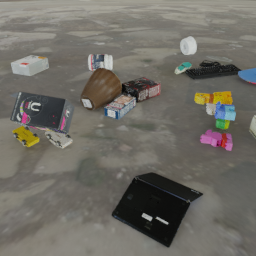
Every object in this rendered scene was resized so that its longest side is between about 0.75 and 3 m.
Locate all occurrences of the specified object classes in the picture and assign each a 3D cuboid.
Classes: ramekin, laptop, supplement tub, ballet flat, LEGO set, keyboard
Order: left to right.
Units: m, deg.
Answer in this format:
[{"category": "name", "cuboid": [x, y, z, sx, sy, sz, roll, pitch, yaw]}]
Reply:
[{"category": "supplement tub", "cuboid": [-1.325, -3.160, 13.514, 1.096, 0.769, 0.769, 0, 31, 1]}, {"category": "laptop", "cuboid": [0.682, 1.655, 6.090, 1.373, 0.800, 1.549, 19, 61, 30]}, {"category": "ballet flat", "cuboid": [2.593, -2.847, 13.383, 0.416, 0.416, 1.158, 25, 38, 35]}, {"category": "ramekin", "cuboid": [3.379, -4.610, 15.795, 0.483, 0.991, 0.991, -20, 36, -19]}, {"category": "LEGO set", "cuboid": [2.651, -0.546, 8.860, 1.135, 1.055, 2.767, 7, 30, 11]}, {"category": "keyboard", "cuboid": [4.005, -2.893, 13.333, 2.688, 0.533, 1.399, -9, 32, -17]}]

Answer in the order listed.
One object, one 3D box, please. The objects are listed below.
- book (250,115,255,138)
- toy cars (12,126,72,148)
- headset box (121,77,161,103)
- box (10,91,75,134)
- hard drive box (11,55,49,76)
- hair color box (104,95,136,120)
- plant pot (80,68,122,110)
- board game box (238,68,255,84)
[{"category": "book", "cuboid": [4.615, 0.450, 7.723, 1.528, 0.550, 2.288, 1, 31, -4]}, {"category": "toy cars", "cuboid": [-2.450, 0.330, 8.054, 1.749, 0.387, 0.784, 3, 40, -3]}, {"category": "headset box", "cuboid": [0.566, -1.548, 11.056, 1.352, 0.507, 1.005, -22, 37, -32]}, {"category": "box", "cuboid": [-1.813, -0.315, 6.017, 1.103, 0.674, 0.585, 9, -11, 9]}, {"category": "hard drive box", "cuboid": [-4.702, -3.024, 13.523, 1.078, 0.531, 1.383, 12, 33, 21]}, {"category": "hair color box", "cuboid": [-0.260, -0.753, 9.868, 0.595, 0.360, 1.191, 16, 34, 26]}, {"category": "plant pot", "cuboid": [-1.101, -1.278, 10.112, 1.262, 1.262, 1.351, 16, 48, 25]}, {"category": "board game box", "cuboid": [5.738, -2.217, 12.417, 1.626, 0.317, 1.285, -13, 37, -10]}]
